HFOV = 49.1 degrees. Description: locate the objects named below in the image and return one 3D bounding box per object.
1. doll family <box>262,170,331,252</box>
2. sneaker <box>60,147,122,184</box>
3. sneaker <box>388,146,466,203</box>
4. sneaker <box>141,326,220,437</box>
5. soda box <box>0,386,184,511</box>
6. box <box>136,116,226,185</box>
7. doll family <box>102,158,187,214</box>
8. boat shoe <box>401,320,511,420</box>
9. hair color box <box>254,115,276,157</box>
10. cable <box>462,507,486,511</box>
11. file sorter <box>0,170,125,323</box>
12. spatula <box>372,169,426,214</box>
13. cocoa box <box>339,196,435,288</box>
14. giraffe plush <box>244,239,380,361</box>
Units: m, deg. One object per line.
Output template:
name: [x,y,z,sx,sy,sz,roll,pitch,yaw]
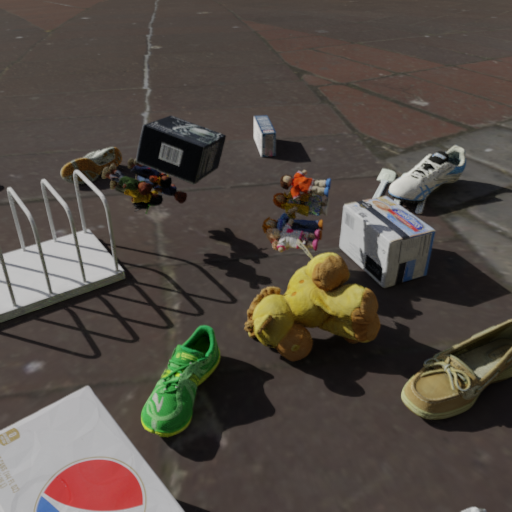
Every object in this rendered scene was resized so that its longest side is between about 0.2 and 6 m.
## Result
doll family: [0.726,-0.720,10.647,1.142,0.829,1.839,9,64,13]
sneaker: [-4.477,-2.375,15.014,0.787,0.679,1.796,6,28,46]
sneaker: [4.244,-2.051,13.927,2.661,0.964,0.956,-27,44,-31]
sneaker: [-1.135,1.784,8.329,0.751,0.847,2.027,10,35,13]
soda box: [-1.184,3.213,5.300,1.403,1.311,4.120,-24,46,-35]
box: [-1.393,-2.021,10.542,1.237,0.767,1.216,21,25,7]
doll family: [-2.218,-1.455,11.666,1.207,0.820,2.089,24,30,13]
boat shoe: [3.269,1.662,8.565,2.507,0.789,0.914,-16,37,-23]
hair color box: [0.248,-3.548,16.544,0.448,0.740,1.480,-5,34,-7]
cable: [2.017,3.672,5.613,1.998,0.692,1.998,-5,35,-7]
file sorter: [-4.317,-0.269,10.633,2.848,1.773,1.976,-21,38,-28]
spatula: [3.771,-1.707,14.270,1.540,0.178,2.215,13,35,17]
cocoa box: [2.599,-0.326,11.302,1.086,1.104,1.655,-14,36,-20]
giraffe plush: [0.715,0.923,9.154,1.733,1.844,2.137,-37,55,-14]
